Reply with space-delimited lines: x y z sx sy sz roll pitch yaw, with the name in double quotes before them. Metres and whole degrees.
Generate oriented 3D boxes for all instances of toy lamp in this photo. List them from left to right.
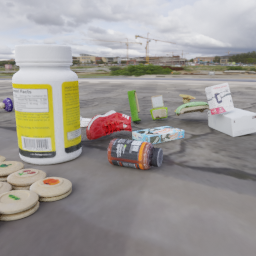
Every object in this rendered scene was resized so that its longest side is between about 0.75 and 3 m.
"toy lamp" -6.425 -0.905 12.259 0.767 0.767 2.634 10 17 36

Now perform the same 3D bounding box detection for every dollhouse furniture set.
"dollhouse furniture set" 1.549 -1.007 10.642 2.990 1.154 1.494 -8 -2 4

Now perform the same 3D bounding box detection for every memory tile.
"memory tile" -2.580 1.012 4.879 2.817 0.237 2.160 10 16 35

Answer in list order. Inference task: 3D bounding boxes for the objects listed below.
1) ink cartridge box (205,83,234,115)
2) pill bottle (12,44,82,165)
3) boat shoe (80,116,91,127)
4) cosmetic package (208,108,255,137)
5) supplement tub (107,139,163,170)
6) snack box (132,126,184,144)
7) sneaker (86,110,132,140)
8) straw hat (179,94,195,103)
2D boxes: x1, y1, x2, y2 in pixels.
"ink cartridge box" 2.946 -0.940 9.014 0.654 0.903 0.381 -14 1 -16
"pill bottle" -1.879 -0.585 6.580 1.481 2.591 1.481 0 13 0
"boat shoe" -1.913 -0.309 10.154 1.429 0.495 0.506 -2 13 -7
"cosmetic package" 3.441 -0.254 9.372 0.904 0.650 1.602 -11 16 -7
"supplement tub" 0.163 0.571 6.035 1.123 0.601 0.601 6 14 23
"snack box" 0.921 0.201 8.435 1.386 0.257 0.805 -9 15 -34
"sneaker" -0.451 -0.084 8.248 0.935 0.634 1.618 10 31 28
"straw hat" 3.411 -1.640 16.303 0.964 0.408 0.964 7 20 -3
